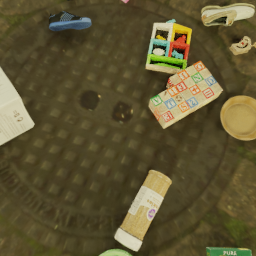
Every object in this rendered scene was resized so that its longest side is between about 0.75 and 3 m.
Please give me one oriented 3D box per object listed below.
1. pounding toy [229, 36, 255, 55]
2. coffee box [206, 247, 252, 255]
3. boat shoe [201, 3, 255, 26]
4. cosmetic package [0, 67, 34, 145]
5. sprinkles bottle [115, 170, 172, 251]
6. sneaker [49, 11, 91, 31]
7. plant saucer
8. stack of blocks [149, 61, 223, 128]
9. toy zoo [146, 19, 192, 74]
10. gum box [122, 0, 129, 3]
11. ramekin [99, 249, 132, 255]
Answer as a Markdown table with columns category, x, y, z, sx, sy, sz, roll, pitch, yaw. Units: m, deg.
| category | x | y | z | sx | sy | sz | roll | pitch | yaw |
| --- | --- | --- | --- | --- | --- | --- | --- | --- | --- |
| pounding toy | 4.287 | -3.113 | 10.313 | 0.949 | 0.544 | 0.542 | -14 | 78 | -4 |
| coffee box | 2.940 | 4.516 | 8.006 | 1.253 | 0.448 | 2.037 | 0 | 73 | 0 |
| boat shoe | 3.778 | -4.209 | 10.610 | 1.936 | 0.724 | 0.662 | -1 | 74 | 11 |
| cosmetic package | -4.614 | -0.892 | 8.682 | 2.085 | 2.098 | 2.507 | -33 | 75 | -18 |
| sprinkles bottle | 0.478 | 2.443 | 8.465 | 0.791 | 0.791 | 2.318 | 28 | 75 | 8 |
| sneaker | -2.208 | -4.121 | 10.613 | 1.621 | 0.568 | 0.631 | -4 | 80 | 0 |
| plant saucer | 3.911 | -0.323 | 9.571 | 1.574 | 0.279 | 1.574 | 0 | 75 | 0 |
| stack of blocks | 1.863 | -1.147 | 9.635 | 2.282 | 0.668 | 1.314 | -30 | 75 | -8 |
| toy zoo | 1.557 | -3.118 | 10.478 | 1.462 | 0.228 | 2.228 | 11 | 74 | 3 |
| gum box | -0.634 | -6.598 | 11.147 | 2.958 | 0.978 | 1.679 | 40 | 78 | 11 |
| ramekin | -0.360 | 4.206 | 7.869 | 1.561 | 0.763 | 1.561 | 0 | 79 | 1 |
